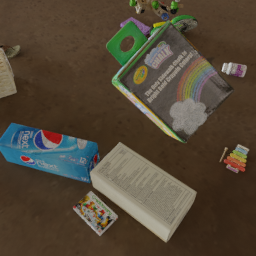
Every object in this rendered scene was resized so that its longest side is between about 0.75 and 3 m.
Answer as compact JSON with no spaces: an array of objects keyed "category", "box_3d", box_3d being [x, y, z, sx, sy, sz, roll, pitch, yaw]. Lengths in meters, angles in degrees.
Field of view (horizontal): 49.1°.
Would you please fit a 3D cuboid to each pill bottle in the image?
[{"category":"pill bottle","box_3d":[4.226,-2.333,11.163,0.850,0.477,0.477,14,54,10]}]

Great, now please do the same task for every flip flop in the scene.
[{"category":"flip flop","box_3d":[-5.364,-3.282,11.904,1.586,0.456,0.643,-8,53,-6]}]

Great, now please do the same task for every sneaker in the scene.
[{"category":"sneaker","box_3d":[2.128,-4.346,12.603,2.216,0.865,0.944,-20,62,-4]}]

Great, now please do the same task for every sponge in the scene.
[{"category":"sponge","box_3d":[0.374,-4.736,13.190,0.761,0.203,1.364,-38,61,-25]}]

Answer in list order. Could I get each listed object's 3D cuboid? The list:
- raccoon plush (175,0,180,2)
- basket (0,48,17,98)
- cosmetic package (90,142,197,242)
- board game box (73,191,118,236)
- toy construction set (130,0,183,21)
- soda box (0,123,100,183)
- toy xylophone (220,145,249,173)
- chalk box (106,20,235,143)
[{"category":"raccoon plush","box_3d":[2.066,-5.093,10.760,0.790,0.570,1.179,1,61,-13]},{"category":"basket","box_3d":[-5.280,-1.782,10.187,2.075,1.407,1.280,-21,59,-15]},{"category":"cosmetic package","box_3d":[0.381,1.700,7.742,2.609,0.954,1.351,32,59,23]},{"category":"board game box","box_3d":[-0.903,2.335,7.728,1.082,0.187,0.683,36,60,24]},{"category":"toy construction set","box_3d":[0.832,-4.681,9.432,1.480,1.606,1.926,-3,89,-13]},{"category":"soda box","box_3d":[-2.350,0.737,8.472,2.831,0.960,0.908,12,53,10]},{"category":"toy xylophone","box_3d":[3.324,0.950,8.759,0.746,0.256,1.019,21,55,16]},{"category":"chalk box","box_3d":[0.768,-1.307,7.061,2.894,1.791,1.800,43,90,-9]}]
